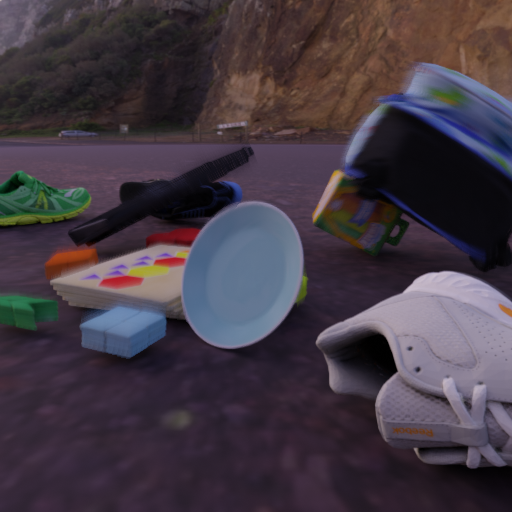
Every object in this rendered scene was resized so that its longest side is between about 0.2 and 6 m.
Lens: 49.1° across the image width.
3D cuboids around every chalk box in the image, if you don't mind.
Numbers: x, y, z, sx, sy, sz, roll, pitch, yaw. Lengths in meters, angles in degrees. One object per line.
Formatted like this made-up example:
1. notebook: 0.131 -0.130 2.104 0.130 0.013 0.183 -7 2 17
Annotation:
1. chalk box: 1.752 -0.631 9.033 1.460 0.908 0.904 26 15 -3

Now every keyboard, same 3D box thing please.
1. keyboard: -1.657 -1.018 9.806 1.987 0.425 3.309 -10 19 48

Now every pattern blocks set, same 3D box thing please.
1. pattern blocks set: -1.088 0.272 6.979 3.553 0.328 4.042 9 17 35

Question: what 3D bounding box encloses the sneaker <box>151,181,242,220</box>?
1. sneaker: -1.302 -1.082 11.353 2.009 0.705 0.783 -11 -2 24

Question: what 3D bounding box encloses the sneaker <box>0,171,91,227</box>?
1. sneaker: -4.575 -1.225 11.602 0.950 1.071 2.564 11 17 41

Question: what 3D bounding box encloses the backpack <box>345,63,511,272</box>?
1. backpack: 2.721 -1.477 8.033 2.503 2.010 2.736 31 20 -1

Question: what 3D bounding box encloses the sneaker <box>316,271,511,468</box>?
1. sneaker: 1.548 0.914 3.225 1.425 1.173 3.098 -15 12 -25

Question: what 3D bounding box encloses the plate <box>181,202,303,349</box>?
1. plate: -0.133 0.186 5.401 1.447 1.447 0.185 12 -9 39

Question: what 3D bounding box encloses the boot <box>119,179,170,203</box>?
1. boot: -1.832 -1.418 13.026 2.225 0.803 1.681 10 14 29
